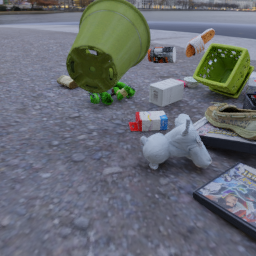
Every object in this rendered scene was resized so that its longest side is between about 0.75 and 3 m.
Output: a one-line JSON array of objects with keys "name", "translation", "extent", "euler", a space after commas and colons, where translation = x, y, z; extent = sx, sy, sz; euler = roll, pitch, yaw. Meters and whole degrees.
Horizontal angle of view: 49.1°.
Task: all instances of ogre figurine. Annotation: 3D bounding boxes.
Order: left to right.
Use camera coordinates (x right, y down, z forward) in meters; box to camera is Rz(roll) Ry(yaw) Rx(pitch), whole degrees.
[{"name": "ogre figurine", "translation": [-1.020, -1.856, 13.498], "extent": [2.570, 1.261, 1.541], "euler": [-32, 57, -24]}]

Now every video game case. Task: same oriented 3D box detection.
[{"name": "video game case", "translation": [3.814, 0.041, 9.892], "extent": [2.993, 0.382, 2.705], "euler": [9, 26, 42]}, {"name": "video game case", "translation": [3.036, 1.701, 6.889], "extent": [1.912, 0.270, 2.115], "euler": [-24, 30, -27]}]

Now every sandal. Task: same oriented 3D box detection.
[{"name": "sandal", "translation": [2.810, -3.245, 10.652], "extent": [1.536, 0.588, 0.440], "euler": [-40, 39, -5]}]

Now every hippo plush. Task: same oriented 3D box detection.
[{"name": "hippo plush", "translation": [1.388, 0.679, 8.419], "extent": [1.708, 1.692, 2.125], "euler": [-28, 4, 12]}]

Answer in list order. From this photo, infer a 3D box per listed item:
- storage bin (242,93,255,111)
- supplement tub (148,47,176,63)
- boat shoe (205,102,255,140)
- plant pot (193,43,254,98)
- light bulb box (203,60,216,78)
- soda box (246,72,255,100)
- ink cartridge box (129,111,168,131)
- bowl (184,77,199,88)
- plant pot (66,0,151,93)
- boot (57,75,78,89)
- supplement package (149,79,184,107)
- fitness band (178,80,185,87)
[{"name": "storage bin", "translation": [5.579, -0.789, 11.691], "extent": [1.175, 0.815, 1.738], "euler": [4, 26, 8]}, {"name": "supplement tub", "translation": [1.414, -3.044, 11.696], "extent": [1.090, 0.668, 0.668], "euler": [4, 26, 22]}, {"name": "boat shoe", "translation": [3.603, -0.437, 9.412], "extent": [1.032, 0.883, 2.816], "euler": [-15, 21, -18]}, {"name": "plant pot", "translation": [4.861, -2.756, 13.953], "extent": [1.891, 2.084, 2.074], "euler": [27, 2, -44]}, {"name": "light bulb box", "translation": [5.535, -3.323, 16.532], "extent": [1.594, 1.003, 1.608], "euler": [19, 33, 34]}, {"name": "soda box", "translation": [6.551, -2.100, 14.224], "extent": [0.944, 0.877, 2.765], "euler": [10, 28, 20]}, {"name": "ink cartridge box", "translation": [0.773, -0.279, 11.016], "extent": [1.434, 0.482, 0.833], "euler": [-3, 26, -5]}, {"name": "bowl", "translation": [3.573, -2.519, 15.576], "extent": [0.942, 0.424, 0.942], "euler": [0, 26, 0]}, {"name": "plant pot", "translation": [-0.813, -2.499, 9.228], "extent": [2.688, 2.688, 2.553], "euler": [7, 43, 14]}, {"name": "boot", "translation": [-3.075, -2.711, 15.825], "extent": [1.238, 0.580, 1.593], "euler": [19, 36, 33]}, {"name": "supplement package", "translation": [1.850, -1.723, 13.445], "extent": [1.529, 0.894, 0.897], "euler": [-21, 33, -36]}, {"name": "fitness band", "translation": [2.859, -2.485, 15.797], "extent": [0.729, 0.190, 1.015], "euler": [5, 28, 2]}]
